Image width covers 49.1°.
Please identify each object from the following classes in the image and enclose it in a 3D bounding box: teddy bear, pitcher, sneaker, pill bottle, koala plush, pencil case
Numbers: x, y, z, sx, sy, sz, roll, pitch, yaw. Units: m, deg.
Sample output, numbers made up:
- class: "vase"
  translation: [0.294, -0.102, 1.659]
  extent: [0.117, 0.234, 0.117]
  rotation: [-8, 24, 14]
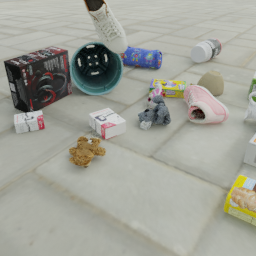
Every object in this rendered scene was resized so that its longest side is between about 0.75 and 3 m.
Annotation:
- class: "teddy bear"
  translation: [-1.265, 0.713, 8.536]
  extent: [1.149, 0.529, 1.585]
  rotation: [-2, 24, -16]
- class: "pitcher"
  translation: [4.963, -0.614, 9.751]
  extent: [1.603, 1.375, 0.972]
  rotation: [15, 56, 24]
- class: "sneaker"
  translation: [1.104, -1.320, 11.478]
  extent: [0.610, 0.562, 1.382]
  rotation: [-1, 45, 9]
- class: "pill bottle"
  translation: [4.491, -4.449, 16.108]
  extent: [1.117, 1.117, 1.962]
  rotation: [24, 40, 33]
- class: "sneaker"
  translation: [2.595, -0.924, 10.666]
  extent: [1.229, 0.885, 2.352]
  rotation: [-10, 37, -25]
- class: "sneaker"
  translation: [-0.722, -3.077, 8.178]
  extent: [0.776, 2.130, 0.902]
  rotation: [-28, 22, 14]
- class: "koala plush"
  translation: [0.902, -0.427, 10.071]
  extent: [1.119, 1.028, 0.992]
  rotation: [-21, 45, 5]
- class: "pencil case"
  translation: [0.666, -3.888, 15.285]
  extent: [2.464, 1.070, 0.961]
  rotation: [12, 3, 17]

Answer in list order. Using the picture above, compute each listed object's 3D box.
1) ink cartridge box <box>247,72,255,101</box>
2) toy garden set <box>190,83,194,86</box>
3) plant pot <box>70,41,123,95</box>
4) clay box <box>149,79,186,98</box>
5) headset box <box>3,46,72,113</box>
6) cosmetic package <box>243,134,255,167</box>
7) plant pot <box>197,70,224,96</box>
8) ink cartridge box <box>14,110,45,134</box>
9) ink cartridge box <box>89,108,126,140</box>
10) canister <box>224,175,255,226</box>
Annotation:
- class: "ink cartridge box"
  translation: [6.501, -1.982, 12.277]
  extent: [1.935, 0.992, 2.618]
  rotation: [15, 36, 23]
- class: "toy garden set"
  translation: [3.013, -1.741, 12.669]
  extent: [0.725, 0.174, 0.870]
  rotation: [26, 41, 28]
- class: "plant pot"
  translation: [-1.522, -2.931, 12.852]
  extent: [2.286, 2.286, 2.239]
  rotation: [-6, 25, -9]
- class: "clay box"
  translation: [1.902, -1.764, 12.454]
  extent: [1.808, 0.430, 1.039]
  rotation: [5, 33, 9]
- class: "headset box"
  translation: [-3.433, -2.063, 11.452]
  extent: [1.009, 1.999, 2.690]
  rotation: [21, 37, 28]
- class: "cosmetic package"
  translation: [4.515, 0.454, 8.592]
  extent: [1.093, 0.768, 2.155]
  rotation: [23, 38, 32]
- class: "plant pot"
  translation: [3.750, -2.077, 12.451]
  extent: [1.213, 0.815, 1.213]
  rotation: [7, 34, -5]
- class: "ink cartridge box"
  translation: [-3.525, -0.225, 10.008]
  extent: [0.991, 0.413, 0.719]
  rotation: [-11, 34, -17]
- class: "ink cartridge box"
  translation: [-0.738, -0.177, 9.855]
  extent: [0.854, 0.497, 1.180]
  rotation: [-20, 37, -29]
- class: "canister"
  translation: [3.198, 1.818, 6.506]
  extent: [1.592, 0.689, 1.183]
  rotation: [20, 37, 30]
